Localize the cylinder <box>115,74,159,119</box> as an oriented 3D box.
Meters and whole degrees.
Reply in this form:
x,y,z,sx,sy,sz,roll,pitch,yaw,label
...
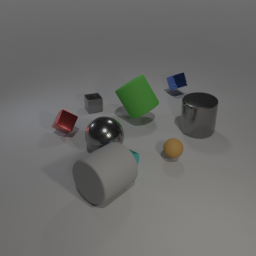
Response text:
x,y,z,sx,sy,sz,roll,pitch,yaw,label
0.391,-1.325,11.899,1.400,1.400,1.400,-30,11,6,cylinder

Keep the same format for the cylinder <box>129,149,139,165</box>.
x,y,z,sx,sy,sz,roll,pitch,yaw,label
-0.089,1.037,9.505,0.700,0.700,0.700,21,37,32,cylinder

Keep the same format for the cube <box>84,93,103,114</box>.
x,y,z,sx,sy,sz,roll,pitch,yaw,label
-1.620,-1.171,13.187,0.700,0.700,0.700,-12,33,-21,cube

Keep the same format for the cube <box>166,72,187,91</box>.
x,y,z,sx,sy,sz,roll,pitch,yaw,label
2.526,-2.397,14.489,0.700,0.700,0.700,-18,5,-20,cube

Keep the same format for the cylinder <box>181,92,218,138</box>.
x,y,z,sx,sy,sz,roll,pitch,yaw,label
2.872,-0.533,11.379,1.400,1.400,1.400,-3,33,2,cylinder

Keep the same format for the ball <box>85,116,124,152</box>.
x,y,z,sx,sy,sz,roll,pitch,yaw,label
-0.838,0.281,10.072,1.400,1.400,1.400,0,31,0,ball

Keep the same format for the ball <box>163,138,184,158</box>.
x,y,z,sx,sy,sz,roll,pitch,yaw,label
1.576,0.701,9.748,0.700,0.700,0.700,0,31,0,ball

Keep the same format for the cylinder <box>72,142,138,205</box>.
x,y,z,sx,sy,sz,roll,pitch,yaw,label
-0.663,1.303,8.247,1.400,1.400,1.400,24,35,34,cylinder

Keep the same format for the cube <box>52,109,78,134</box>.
x,y,z,sx,sy,sz,roll,pitch,yaw,label
-2.522,-0.244,11.176,0.700,0.700,0.700,28,69,-21,cube
